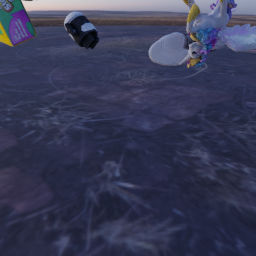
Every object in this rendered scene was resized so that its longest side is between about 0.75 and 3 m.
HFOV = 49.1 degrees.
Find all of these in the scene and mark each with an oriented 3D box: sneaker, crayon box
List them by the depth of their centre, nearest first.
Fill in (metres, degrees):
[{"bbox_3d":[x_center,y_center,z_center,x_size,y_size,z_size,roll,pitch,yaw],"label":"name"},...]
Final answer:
[{"bbox_3d":[-2.790,-2.844,5.722,0.622,2.134,1.841,-32,32,-19],"label":"crayon box"},{"bbox_3d":[2.041,-2.918,10.096,2.832,1.069,1.612,-17,12,-3],"label":"sneaker"}]

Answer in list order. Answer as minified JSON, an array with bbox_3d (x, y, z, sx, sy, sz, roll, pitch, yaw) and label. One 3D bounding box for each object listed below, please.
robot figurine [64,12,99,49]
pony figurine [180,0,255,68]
[{"bbox_3d":[-1.667,-3.477,10.036,0.879,1.408,1.058,-38,-10,-7],"label":"robot figurine"},{"bbox_3d":[2.552,-3.112,8.109,2.505,2.595,2.161,-26,53,-3],"label":"pony figurine"}]
